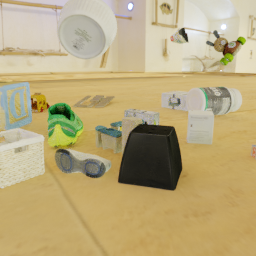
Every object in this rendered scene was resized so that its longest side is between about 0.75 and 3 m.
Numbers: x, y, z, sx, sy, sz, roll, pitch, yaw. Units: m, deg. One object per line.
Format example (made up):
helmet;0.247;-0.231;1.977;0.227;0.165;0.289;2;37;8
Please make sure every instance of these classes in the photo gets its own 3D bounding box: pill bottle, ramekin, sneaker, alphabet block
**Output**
pill bottle;3.853;-1.199;12.519;2.260;1.278;1.278;-6;16;-24
ramekin;-1.247;-2.874;8.280;1.764;1.764;0.926;2;45;7
sneaker;-1.059;0.812;6.511;1.463;0.545;0.637;14;8;23
alphabet block;-4.823;-0.863;10.431;1.737;1.696;1.705;2;13;11
sneaker;1.239;-2.230;6.922;0.423;0.318;0.904;-7;6;21
sneaker;-2.001;-0.279;9.120;1.051;1.186;2.837;-3;14;-8

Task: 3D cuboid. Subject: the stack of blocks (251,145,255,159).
stack of blocks;3.805;0.667;7.248;1.012;0.296;0.583;1;15;2

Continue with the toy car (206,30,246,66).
toy car;3.637;-3.183;10.698;1.209;0.993;0.954;36;-3;1

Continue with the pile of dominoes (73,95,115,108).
pile of dominoes;-1.797;-1.350;15.416;1.711;0.350;2.195;4;23;14

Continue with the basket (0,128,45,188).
basket;-2.625;0.605;6.223;1.160;0.933;1.149;13;19;39

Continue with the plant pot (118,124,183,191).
plant pot;0.544;0.542;6.162;1.237;1.098;1.234;6;16;17

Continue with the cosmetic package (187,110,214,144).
cosmetic package;2.248;-0.044;8.760;0.762;0.910;0.757;3;15;12

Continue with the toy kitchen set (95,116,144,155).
toy kitchen set;0.040;0.045;8.109;1.455;1.070;1.817;-13;20;-42

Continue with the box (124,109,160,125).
box;0.479;-0.245;9.891;1.276;0.744;0.384;12;19;36

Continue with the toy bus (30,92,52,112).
toy bus;-4.412;-1.298;13.702;1.583;0.867;1.678;-12;19;-38

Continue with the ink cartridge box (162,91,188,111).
ink cartridge box;2.820;-1.383;14.164;1.369;0.788;1.876;-14;20;-42
